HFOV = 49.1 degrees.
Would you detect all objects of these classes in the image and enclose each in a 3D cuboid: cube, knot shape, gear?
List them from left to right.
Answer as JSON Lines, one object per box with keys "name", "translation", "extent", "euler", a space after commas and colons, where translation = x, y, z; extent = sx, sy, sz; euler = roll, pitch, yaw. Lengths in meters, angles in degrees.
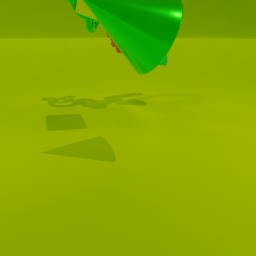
{"name": "knot shape", "translation": [-1.398, -4.204, 10.001], "extent": [0.890, 1.927, 1.803], "euler": [-33, -15, 5]}
{"name": "cube", "translation": [-0.536, -3.493, 6.996], "extent": [1.153, 1.153, 1.153], "euler": [12, -19, -23]}
{"name": "gear", "translation": [-0.365, -3.517, 9.859], "extent": [0.319, 1.727, 1.727], "euler": [-23, 26, -17]}

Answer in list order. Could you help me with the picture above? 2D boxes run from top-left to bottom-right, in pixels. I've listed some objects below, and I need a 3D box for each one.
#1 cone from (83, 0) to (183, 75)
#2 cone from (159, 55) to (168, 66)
{"name": "cone", "translation": [-0.128, -2.078, 5.271], "extent": [1.644, 1.638, 1.638], "euler": [19, 11, -26]}
{"name": "cone", "translation": [0.708, -2.691, 10.438], "extent": [1.163, 1.159, 1.159], "euler": [-20, 23, -7]}
